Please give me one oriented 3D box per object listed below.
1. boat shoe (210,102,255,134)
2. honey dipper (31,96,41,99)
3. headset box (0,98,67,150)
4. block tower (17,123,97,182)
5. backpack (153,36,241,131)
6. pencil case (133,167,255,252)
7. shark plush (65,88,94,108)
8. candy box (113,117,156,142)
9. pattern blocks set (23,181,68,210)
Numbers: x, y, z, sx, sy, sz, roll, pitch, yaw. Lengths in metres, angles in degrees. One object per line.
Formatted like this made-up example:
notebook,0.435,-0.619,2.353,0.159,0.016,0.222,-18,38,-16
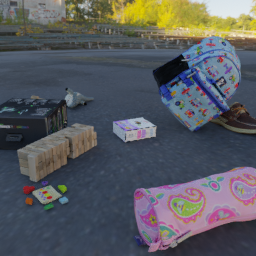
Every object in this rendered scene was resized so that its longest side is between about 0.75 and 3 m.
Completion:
boat shoe,4.250,-0.542,11.227,1.004,1.001,2.782,-11,23,-27
honey dipper,-4.457,-1.499,14.970,1.544,0.293,0.293,10,22,16
headset box,-3.571,-0.189,10.004,2.209,1.177,2.537,1,20,2
block tower,-2.050,0.604,8.484,0.801,0.749,2.773,9,22,26
backpack,2.830,-1.689,10.402,2.982,2.722,2.006,-33,35,19
pencil case,1.447,1.521,5.458,2.724,1.191,1.191,-8,22,-21
shark plush,-2.547,-1.334,14.457,0.902,0.984,2.166,32,11,22
candy box,0.233,0.040,10.389,1.273,0.455,1.068,-9,23,-25
pattern blocks set,-1.956,1.597,6.718,0.996,0.092,1.133,-11,23,-28
